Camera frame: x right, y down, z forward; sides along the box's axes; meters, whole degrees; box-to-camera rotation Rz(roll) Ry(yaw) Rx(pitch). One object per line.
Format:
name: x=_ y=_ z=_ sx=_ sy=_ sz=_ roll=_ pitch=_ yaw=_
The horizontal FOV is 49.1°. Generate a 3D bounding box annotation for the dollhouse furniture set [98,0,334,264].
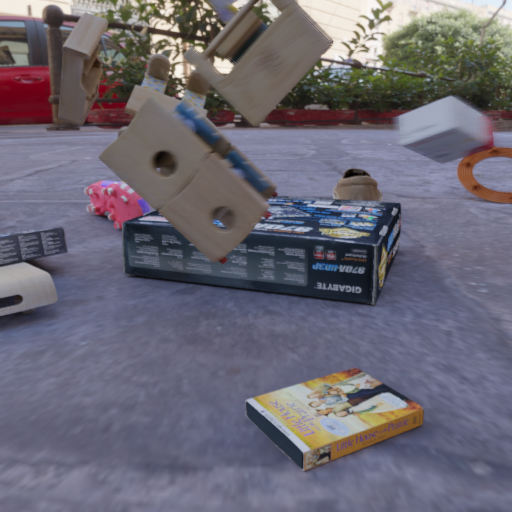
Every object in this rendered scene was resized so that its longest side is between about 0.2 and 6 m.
dollhouse furniture set: x=-0.104 y=-1.428 z=6.151 sx=1.655 sy=2.362 sz=1.664 roll=43 pitch=14 yaw=-6

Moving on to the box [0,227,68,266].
box: x=-4.273 y=-0.045 z=8.751 sx=1.630 sy=0.496 sz=2.022 roll=0 pitch=11 yaw=44

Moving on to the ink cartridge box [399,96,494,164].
ink cartridge box: x=3.217 y=-2.093 z=9.473 sx=1.360 sy=0.563 sz=0.991 roll=10 pitch=-16 yaw=-42

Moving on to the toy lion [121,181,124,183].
toy lion: x=-3.636 y=-2.206 z=17.015 sx=1.392 sy=0.499 sz=1.453 roll=-11 pitch=18 yaw=-10

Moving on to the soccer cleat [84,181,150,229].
soccer cleat: x=-2.881 y=-1.217 z=12.471 sx=1.151 sy=1.004 sz=3.009 roll=-16 pitch=18 yaw=-31

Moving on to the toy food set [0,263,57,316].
toy food set: x=-3.523 y=0.523 z=7.465 sx=1.237 sy=0.521 sz=1.724 roll=-14 pitch=14 yaw=-35

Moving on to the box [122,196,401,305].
box: x=0.282 y=-0.336 z=9.459 sx=3.987 sy=0.917 sz=3.169 roll=5 pitch=17 yaw=18

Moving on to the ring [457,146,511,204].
ring: x=6.830 y=-2.316 z=15.460 sx=2.450 sy=0.235 sz=2.450 roll=-5 pitch=47 yaw=5

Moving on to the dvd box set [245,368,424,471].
dvd box set: x=0.670 y=1.363 z=4.889 sx=1.267 sy=0.186 sz=0.927 roll=-9 pitch=17 yaw=-28

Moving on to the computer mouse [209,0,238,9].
computer mouse: x=-0.066 y=-3.406 z=6.625 sx=0.292 sy=0.730 sz=1.331 roll=26 pitch=69 yaw=39

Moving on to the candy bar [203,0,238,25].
candy bar: x=-0.654 y=-3.820 z=8.205 sx=0.355 sy=0.158 sz=1.422 roll=-21 pitch=-45 yaw=40

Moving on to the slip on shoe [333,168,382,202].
slip on shoe: x=2.518 y=-1.690 z=14.000 sx=1.289 sy=1.027 sz=3.390 roll=3 pitch=16 yaw=11

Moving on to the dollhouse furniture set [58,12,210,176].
dollhouse furniture set: x=-2.106 y=-2.966 z=10.114 sx=2.519 sy=1.639 sz=2.314 roll=17 pitch=52 yaw=-10
